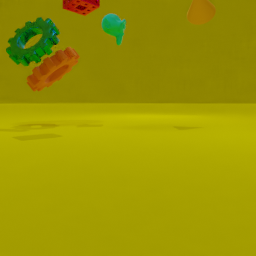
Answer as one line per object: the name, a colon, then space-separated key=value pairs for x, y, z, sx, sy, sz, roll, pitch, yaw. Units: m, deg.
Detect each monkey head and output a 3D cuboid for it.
monkey head: x=-0.555 y=-3.615 z=10.278 sx=0.878 sy=1.049 sz=1.458 roll=10 pitch=13 yaw=0

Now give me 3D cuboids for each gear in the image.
gear: x=-2.918 y=-2.663 z=8.593 sx=1.693 sy=1.693 sz=0.313 roll=2 pitch=-27 yaw=23
gear: x=-2.486 y=-1.946 z=9.377 sx=1.903 sy=0.352 sz=1.903 roll=-38 pitch=4 yaw=3

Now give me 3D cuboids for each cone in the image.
cone: x=2.435 y=-4.283 z=9.566 sx=1.009 sy=1.009 sz=1.012 roll=2 pitch=-21 yaw=23

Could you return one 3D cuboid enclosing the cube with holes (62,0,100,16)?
cube with holes: x=-1.264 y=-3.585 z=7.530 sx=0.724 sy=0.724 sz=0.724 roll=1 pitch=-3 yaw=-42
